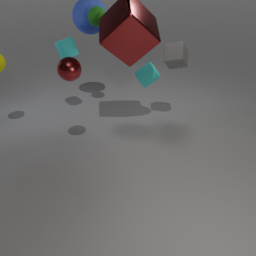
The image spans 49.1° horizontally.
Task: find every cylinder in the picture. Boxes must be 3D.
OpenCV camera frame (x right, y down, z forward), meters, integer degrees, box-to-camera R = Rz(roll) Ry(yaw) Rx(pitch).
[{"bbox_3d":[0.726,-1.973,10.380,0.700,0.700,0.700,-34,25,16],"label":"cylinder"},{"bbox_3d":[-2.308,-3.006,10.592,0.700,0.700,0.700,-18,20,7],"label":"cylinder"}]

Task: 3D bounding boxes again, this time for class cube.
[{"bbox_3d":[0.027,-3.160,9.039,1.400,1.400,1.400,30,41,-36],"label":"cube"},{"bbox_3d":[1.745,-2.623,10.152,0.700,0.700,0.700,-1,-13,27],"label":"cube"}]

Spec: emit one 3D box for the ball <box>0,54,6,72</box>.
[{"bbox_3d":[-4.497,-2.205,9.419,0.700,0.700,0.700,0,30,0],"label":"ball"}]

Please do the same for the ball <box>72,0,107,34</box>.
[{"bbox_3d":[-1.522,-4.486,11.217,1.400,1.400,1.400,0,30,0],"label":"ball"}]

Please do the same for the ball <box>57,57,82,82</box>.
[{"bbox_3d":[-1.688,-1.695,8.075,0.700,0.700,0.700,0,30,0],"label":"ball"}]

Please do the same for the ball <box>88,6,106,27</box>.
[{"bbox_3d":[-1.104,-4.045,10.162,0.700,0.700,0.700,0,30,0],"label":"ball"}]
